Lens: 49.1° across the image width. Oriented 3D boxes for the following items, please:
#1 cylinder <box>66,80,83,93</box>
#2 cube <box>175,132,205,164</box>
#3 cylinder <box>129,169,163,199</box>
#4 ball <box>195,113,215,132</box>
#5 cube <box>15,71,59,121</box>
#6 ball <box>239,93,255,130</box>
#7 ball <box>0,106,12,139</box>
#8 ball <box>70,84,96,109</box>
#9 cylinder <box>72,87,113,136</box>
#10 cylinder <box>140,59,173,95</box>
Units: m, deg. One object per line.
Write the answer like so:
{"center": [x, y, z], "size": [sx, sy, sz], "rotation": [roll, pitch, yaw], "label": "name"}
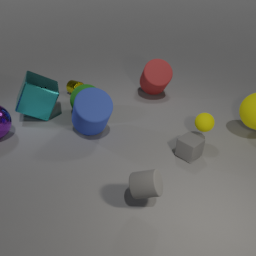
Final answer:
{"center": [-2.686, -2.071, 14.389], "size": [0.700, 0.700, 0.700], "rotation": [20, 35, 39], "label": "cylinder"}
{"center": [2.124, 0.664, 9.633], "size": [0.700, 0.700, 0.700], "rotation": [-26, 42, -37], "label": "cube"}
{"center": [0.473, 1.452, 7.260], "size": [0.700, 0.700, 0.700], "rotation": [-12, 25, 22], "label": "cylinder"}
{"center": [2.774, -0.203, 10.157], "size": [0.700, 0.700, 0.700], "rotation": [0, 30, 0], "label": "ball"}
{"center": [-3.885, -1.383, 12.013], "size": [1.400, 1.400, 1.400], "rotation": [18, 24, -26], "label": "cube"}
{"center": [4.909, -0.629, 10.468], "size": [1.400, 1.400, 1.400], "rotation": [0, 30, 0], "label": "ball"}
{"center": [-5.132, -0.223, 10.539], "size": [1.400, 1.400, 1.400], "rotation": [0, 30, 0], "label": "ball"}
{"center": [-1.812, -1.203, 12.196], "size": [1.400, 1.400, 1.400], "rotation": [0, 30, 0], "label": "ball"}
{"center": [-1.374, -0.592, 10.582], "size": [1.400, 1.400, 1.400], "rotation": [6, 67, -13], "label": "cylinder"}
{"center": [1.365, -2.508, 13.899], "size": [1.400, 1.400, 1.400], "rotation": [-4, -11, -7], "label": "cylinder"}
